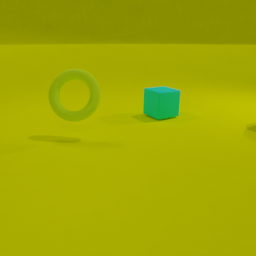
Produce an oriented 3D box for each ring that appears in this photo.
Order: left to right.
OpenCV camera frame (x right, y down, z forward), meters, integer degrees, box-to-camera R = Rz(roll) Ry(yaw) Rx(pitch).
[{"bbox_3d":[-1.433,-0.877,7.491,1.427,1.427,0.285,2,-3,7],"label":"ring"}]

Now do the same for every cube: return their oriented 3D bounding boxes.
[{"bbox_3d":[1.151,-0.889,9.657,0.909,0.909,0.909,-10,22,-30],"label":"cube"}]
